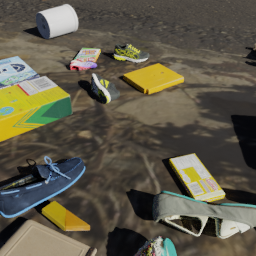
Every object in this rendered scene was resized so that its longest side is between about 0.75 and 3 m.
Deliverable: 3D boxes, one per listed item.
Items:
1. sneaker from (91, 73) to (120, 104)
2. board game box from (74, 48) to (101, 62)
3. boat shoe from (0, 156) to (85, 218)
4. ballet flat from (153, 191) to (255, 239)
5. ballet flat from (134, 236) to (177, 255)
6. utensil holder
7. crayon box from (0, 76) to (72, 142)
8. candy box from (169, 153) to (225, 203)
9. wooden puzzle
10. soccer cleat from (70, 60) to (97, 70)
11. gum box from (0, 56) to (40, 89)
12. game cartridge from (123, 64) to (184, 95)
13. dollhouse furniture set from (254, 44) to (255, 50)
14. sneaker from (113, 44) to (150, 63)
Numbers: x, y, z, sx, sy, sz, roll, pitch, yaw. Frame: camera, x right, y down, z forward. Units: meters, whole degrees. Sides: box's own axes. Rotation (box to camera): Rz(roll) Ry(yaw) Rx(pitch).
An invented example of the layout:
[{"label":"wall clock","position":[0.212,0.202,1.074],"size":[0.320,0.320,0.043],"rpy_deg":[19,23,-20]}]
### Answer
[{"label":"sneaker","position":[-0.810,-1.379,9.726],"size":[0.667,0.587,1.576],"rpy_deg":[-12,46,-25]},{"label":"board game box","position":[-1.777,-3.166,12.369],"size":[0.844,0.265,1.766],"rpy_deg":[5,34,5]},{"label":"boat shoe","position":[-1.793,1.102,5.982],"size":[0.847,0.691,2.013],"rpy_deg":[4,28,46]},{"label":"ballet flat","position":[1.587,1.758,5.401],"size":[2.262,0.762,0.720],"rpy_deg":[7,64,11]},{"label":"ballet flat","position":[0.535,2.726,4.024],"size":[0.759,0.899,2.376],"rpy_deg":[-28,30,12]},{"label":"utensil holder","position":[-3.700,-5.500,14.579],"size":[1.433,1.433,1.686],"rpy_deg":[30,49,35]},{"label":"crayon box","position":[-3.359,-0.602,8.438],"size":[2.816,0.715,1.788],"rpy_deg":[-24,43,-30]},{"label":"candy box","position":[1.557,1.145,6.516],"size":[0.708,0.183,1.385],"rpy_deg":[-8,37,-16]},{"label":"wooden puzzle","position":[-1.482,2.300,4.650],"size":[1.681,0.291,2.491],"rpy_deg":[19,29,20]},{"label":"soccer cleat","position":[-1.814,-2.505,11.414],"size":[1.095,0.373,0.401],"rpy_deg":[4,58,0]},{"label":"gum box","position":[-4.572,-1.893,10.395],"size":[1.874,0.491,2.206],"rpy_deg":[-25,43,-29]},{"label":"game cartridge","position":[0.951,-1.868,10.583],"size":[1.746,0.283,1.539],"rpy_deg":[-23,42,-25]},{"label":"dollhouse furniture set","position":[6.561,-2.906,11.853],"size":[2.740,1.338,2.337],"rpy_deg":[0,27,42]},{"label":"sneaker","position":[0.136,-3.268,12.111],"size":[1.601,0.677,0.596],"rpy_deg":[5,37,6]}]
